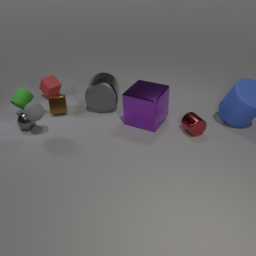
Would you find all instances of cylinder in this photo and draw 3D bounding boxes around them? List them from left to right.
[{"bbox_3d":[-4.439,-1.217,11.745,0.700,0.700,0.700,18,72,29],"label":"cylinder"},{"bbox_3d":[-1.125,-1.593,12.499,1.400,1.400,1.400,0,30,1],"label":"cylinder"},{"bbox_3d":[2.501,-0.158,10.649,0.700,0.700,0.700,-12,35,-20],"label":"cylinder"},{"bbox_3d":[4.477,-0.957,10.897,1.400,1.400,1.400,6,58,-10],"label":"cylinder"}]

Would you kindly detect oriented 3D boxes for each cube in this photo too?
[{"bbox_3d":[-3.724,-1.993,13.436,0.700,0.700,0.700,-29,71,-40],"label":"cube"},{"bbox_3d":[-3.024,-1.047,12.118,0.700,0.700,0.700,-7,17,-9],"label":"cube"},{"bbox_3d":[0.735,-0.920,11.188,1.400,1.400,1.400,16,39,25],"label":"cube"}]

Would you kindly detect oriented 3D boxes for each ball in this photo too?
[{"bbox_3d":[-3.951,-0.267,10.907,0.700,0.700,0.700,0,30,0],"label":"ball"},{"bbox_3d":[-3.364,-0.584,10.036,0.700,0.700,0.700,0,30,0],"label":"ball"}]
